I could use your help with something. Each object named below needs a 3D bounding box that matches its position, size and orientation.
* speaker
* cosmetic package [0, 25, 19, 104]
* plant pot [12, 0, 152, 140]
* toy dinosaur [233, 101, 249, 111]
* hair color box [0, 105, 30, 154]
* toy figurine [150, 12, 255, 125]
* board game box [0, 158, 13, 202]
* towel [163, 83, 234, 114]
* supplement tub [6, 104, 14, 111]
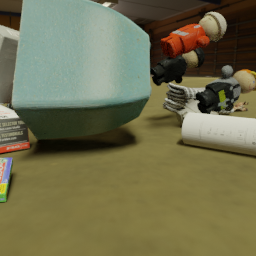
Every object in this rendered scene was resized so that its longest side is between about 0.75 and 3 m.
[{"bbox_3d":[2.285,0.123,6.452,2.006,0.815,0.815,8,15,34],"label":"speaker"},{"bbox_3d":[-3.513,-1.736,7.998,0.913,2.025,1.082,43,23,28],"label":"cosmetic package"},{"bbox_3d":[-0.917,-1.268,6.746,2.747,2.689,2.697,1,-15,-8],"label":"plant pot"},{"bbox_3d":[4.761,-0.932,12.058,0.726,0.460,1.072,1,5,34],"label":"toy dinosaur"},{"bbox_3d":[-3.642,-0.045,7.122,1.374,0.829,2.706,-10,16,-36],"label":"hair color box"},{"bbox_3d":[2.177,-1.568,8.263,1.934,2.736,2.780,-28,-12,-12],"label":"toy figurine"},{"bbox_3d":[-2.217,0.795,4.365,0.701,0.152,1.042,-2,24,-17],"label":"board game box"},{"bbox_3d":[2.932,-1.288,11.971,2.200,1.137,2.657,-2,13,-12],"label":"towel"},{"bbox_3d":[-4.002,-0.720,10.626,1.020,0.625,0.625,2,13,5],"label":"supplement tub"}]
